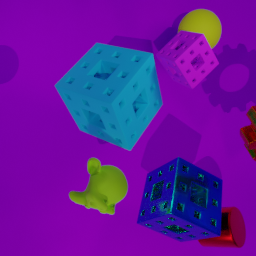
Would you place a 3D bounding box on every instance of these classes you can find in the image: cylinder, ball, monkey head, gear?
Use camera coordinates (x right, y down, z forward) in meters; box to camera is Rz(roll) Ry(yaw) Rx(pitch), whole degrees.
[{"bbox_3d":[2.150,2.318,6.556,0.887,0.887,0.887,-18,83,39],"label":"cylinder"},{"bbox_3d":[1.814,-2.448,7.134,1.076,1.076,1.076,0,84,0],"label":"ball"},{"bbox_3d":[-0.596,1.214,5.788,1.121,1.558,0.939,4,61,27],"label":"monkey head"},{"bbox_3d":[3.123,-0.114,5.043,2.079,2.079,0.385,-12,47,-1],"label":"gear"}]

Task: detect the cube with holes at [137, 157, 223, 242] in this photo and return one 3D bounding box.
[{"bbox_3d":[1.167,1.649,6.286,1.267,1.267,1.267,28,54,-17],"label":"cube with holes"}]

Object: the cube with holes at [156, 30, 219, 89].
[{"bbox_3d":[1.147,-1.343,5.468,0.723,0.723,0.723,-44,123,-2],"label":"cube with holes"}]

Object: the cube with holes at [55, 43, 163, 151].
[{"bbox_3d":[-0.308,-0.672,5.797,1.392,1.392,1.392,20,59,30],"label":"cube with holes"}]
